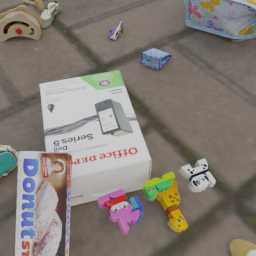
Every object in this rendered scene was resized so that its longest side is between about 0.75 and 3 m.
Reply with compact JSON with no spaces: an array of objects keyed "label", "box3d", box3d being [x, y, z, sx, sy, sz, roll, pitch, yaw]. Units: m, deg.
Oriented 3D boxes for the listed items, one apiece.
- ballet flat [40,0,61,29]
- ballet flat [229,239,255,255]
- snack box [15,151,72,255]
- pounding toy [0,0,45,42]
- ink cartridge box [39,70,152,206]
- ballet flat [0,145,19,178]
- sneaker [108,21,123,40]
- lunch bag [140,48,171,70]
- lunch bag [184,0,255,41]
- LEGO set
[{"label":"ballet flat","box3d":[-2.863,-4.117,10.048,0.491,0.464,1.457,13,53,9]},{"label":"ballet flat","box3d":[2.456,2.495,4.683,0.565,0.519,1.647,-34,58,-20]},{"label":"snack box","box3d":[-1.417,1.587,4.695,0.851,0.288,2.367,2,89,3]},{"label":"pounding toy","box3d":[-3.451,-3.566,9.352,1.817,1.039,1.042,-16,50,12]},{"label":"ink cartridge box","box3d":[-0.788,0.112,6.208,1.949,1.126,2.680,-12,52,-9]},{"label":"ballet flat","box3d":[-3.382,1.009,5.872,2.194,0.830,0.701,-25,25,-24]},{"label":"sneaker","box3d":[-0.417,-3.339,9.516,0.359,0.347,0.860,14,53,18]},{"label":"lunch bag","box3d":[0.890,-2.213,8.606,0.663,0.414,0.880,25,46,22]},{"label":"lunch bag","box3d":[3.635,-4.227,8.940,2.975,1.892,2.523,27,74,29]},{"label":"LEGO set","box3d":[0.663,1.510,5.306,2.320,0.885,0.952,-17,56,-21]}]
